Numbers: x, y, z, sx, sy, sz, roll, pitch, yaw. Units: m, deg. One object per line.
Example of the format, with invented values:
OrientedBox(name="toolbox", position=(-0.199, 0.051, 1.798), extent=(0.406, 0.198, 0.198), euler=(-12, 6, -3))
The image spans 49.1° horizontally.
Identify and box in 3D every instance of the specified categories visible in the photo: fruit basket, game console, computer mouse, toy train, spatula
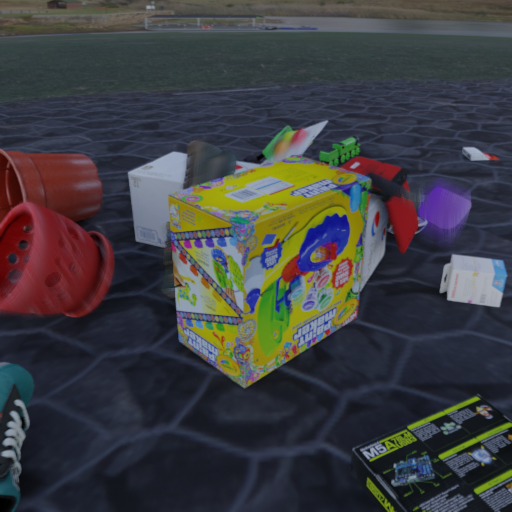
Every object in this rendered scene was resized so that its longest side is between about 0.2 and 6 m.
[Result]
OrientedBox(name="fruit basket", position=(0.666, -1.915, 9.715), extent=(1.048, 0.491, 0.970), euler=(-2, 42, 45))
OrientedBox(name="game console", position=(2.079, -0.934, 9.611), extent=(1.474, 1.015, 1.711), euler=(19, 25, 18))
OrientedBox(name="computer mouse", position=(2.809, -0.509, 11.095), extent=(1.208, 0.265, 0.663), euler=(-10, 24, -7))
OrientedBox(name="toy train", position=(2.291, -2.841, 15.231), extent=(0.401, 0.542, 1.921), euler=(18, 33, 31))
OrientedBox(name="spatula", position=(2.167, -0.863, 7.939), extent=(0.504, 0.183, 1.783), euler=(-53, 41, -2))

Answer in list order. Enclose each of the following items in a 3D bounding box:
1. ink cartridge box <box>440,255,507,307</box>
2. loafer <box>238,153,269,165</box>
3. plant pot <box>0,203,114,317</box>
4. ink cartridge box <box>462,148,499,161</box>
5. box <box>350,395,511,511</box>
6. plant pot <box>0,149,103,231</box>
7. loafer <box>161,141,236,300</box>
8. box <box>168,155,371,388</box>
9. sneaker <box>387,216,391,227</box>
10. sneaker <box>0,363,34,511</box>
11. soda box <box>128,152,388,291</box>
OrientedBox(name="ink cartridge box", position=(3.456, 0.380, 9.000), extent=(0.911, 0.586, 0.571), euler=(8, 28, 14))
OrientedBox(name="loafer", position=(-0.103, -2.281, 13.854), extent=(0.734, 0.643, 2.043), euler=(13, 24, 35))
OrientedBox(name="plant pot", position=(-3.004, 0.160, 8.233), extent=(1.394, 1.531, 1.531), euler=(26, 4, -45))
OrientedBox(name="ink cartridge box", position=(6.271, -2.851, 15.637), extent=(0.812, 0.232, 0.660), euler=(-5, 27, 0))
OrientedBox(name="box", position=(2.166, 2.300, 5.520), extent=(1.818, 0.432, 1.756), euler=(-14, 29, -24))
OrientedBox(name="plant pot", position=(-4.162, -1.278, 11.137), extent=(1.817, 1.817, 1.768), euler=(24, 28, 38))
OrientedBox(name="loafer", position=(-1.116, -0.588, 8.928), extent=(0.803, 2.554, 0.918), euler=(23, -10, -32))
OrientedBox(name="box", position=(0.214, 0.086, 7.720), extent=(2.370, 2.282, 1.445), euler=(-25, 37, -37))
OrientedBox(name="sneaker", position=(1.507, -1.001, 11.346), extent=(1.198, 1.117, 3.171), euler=(-35, 28, -10))
OrientedBox(name="sneaker", position=(-2.664, 2.097, 5.497), extent=(1.010, 0.902, 2.527), euler=(6, 35, 5))
OrientedBox(name="soda box", position=(-0.023, -0.755, 10.238), extent=(4.585, 1.460, 1.562), euler=(13, 30, 24))
